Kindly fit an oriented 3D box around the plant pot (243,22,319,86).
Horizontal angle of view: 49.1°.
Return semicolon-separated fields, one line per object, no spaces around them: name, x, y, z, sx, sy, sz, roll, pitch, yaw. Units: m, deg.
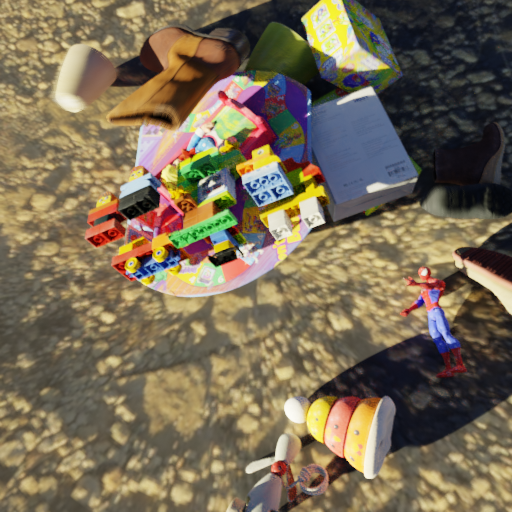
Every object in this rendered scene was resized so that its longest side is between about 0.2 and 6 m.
plant pot;0.348;-4.060;12.639;1.535;1.535;1.641;39;89;15

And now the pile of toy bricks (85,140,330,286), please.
pile of toy bricks;-0.985;-1.175;9.914;4.076;2.262;2.012;-20;49;18

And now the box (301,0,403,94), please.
box;2.082;-4.521;12.144;1.714;1.046;1.651;9;58;-46

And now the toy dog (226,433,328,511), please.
toy dog;0.235;4.026;9.494;1.870;0.901;1.233;-33;63;-27

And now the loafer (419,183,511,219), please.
loafer;4.405;-1.139;11.582;2.179;0.765;0.740;-2;96;-20

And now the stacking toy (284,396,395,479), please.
stacking toy;1.375;2.942;9.808;1.894;1.384;1.384;10;66;24

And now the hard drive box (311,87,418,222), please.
hard drive box;1.948;-2.056;11.247;1.725;0.850;2.213;-19;70;-1

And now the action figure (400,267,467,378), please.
action figure;3.198;1.187;10.611;1.055;0.695;2.131;3;65;-17

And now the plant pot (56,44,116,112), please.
plant pot;-3.934;-3.856;12.536;1.149;1.149;1.227;17;63;7

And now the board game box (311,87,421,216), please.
board game box;2.129;-2.331;12.200;1.367;0.641;2.690;-33;71;-13

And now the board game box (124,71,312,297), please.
board game box;-0.996;-1.813;10.973;4.083;1.006;5.168;-8;65;22

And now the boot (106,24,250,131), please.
boot;-2.013;-3.611;11.827;2.977;1.083;3.162;16;53;26

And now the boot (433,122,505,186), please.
boot;4.600;-2.253;12.183;1.409;0.613;1.694;9;70;2

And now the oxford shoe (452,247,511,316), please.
oxford shoe;4.953;0.821;10.675;1.024;1.087;2.908;-23;45;-36
